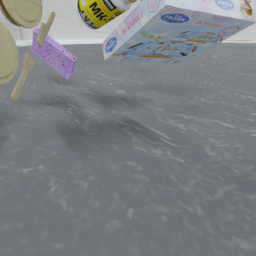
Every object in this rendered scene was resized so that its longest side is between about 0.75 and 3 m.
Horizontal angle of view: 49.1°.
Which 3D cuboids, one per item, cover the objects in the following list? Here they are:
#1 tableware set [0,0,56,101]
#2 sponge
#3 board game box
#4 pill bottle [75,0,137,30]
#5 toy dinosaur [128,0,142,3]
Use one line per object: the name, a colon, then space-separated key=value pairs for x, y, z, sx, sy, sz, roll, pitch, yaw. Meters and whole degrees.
tableware set: x=-2.706 y=-2.238 z=5.985 sx=0.600 sy=1.979 sz=2.994 roll=-1 pitch=58 yaw=20
sponge: x=-2.465 y=-2.436 z=9.225 sx=1.673 sy=0.933 sz=0.249 roll=38 pitch=51 yaw=2
board game box: x=0.970 y=-1.994 z=5.870 sx=2.303 sy=0.474 sz=2.297 roll=-6 pitch=-7 yaw=-32
pill bottle: x=-0.559 y=-3.769 z=8.202 sx=1.901 sy=1.086 sz=1.086 roll=-16 pitch=7 yaw=40
toy dinosaur: x=0.322 y=-3.311 z=6.708 sx=0.598 sy=1.981 sz=1.052 roll=-7 pitch=5 yaw=-16
